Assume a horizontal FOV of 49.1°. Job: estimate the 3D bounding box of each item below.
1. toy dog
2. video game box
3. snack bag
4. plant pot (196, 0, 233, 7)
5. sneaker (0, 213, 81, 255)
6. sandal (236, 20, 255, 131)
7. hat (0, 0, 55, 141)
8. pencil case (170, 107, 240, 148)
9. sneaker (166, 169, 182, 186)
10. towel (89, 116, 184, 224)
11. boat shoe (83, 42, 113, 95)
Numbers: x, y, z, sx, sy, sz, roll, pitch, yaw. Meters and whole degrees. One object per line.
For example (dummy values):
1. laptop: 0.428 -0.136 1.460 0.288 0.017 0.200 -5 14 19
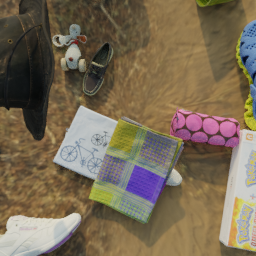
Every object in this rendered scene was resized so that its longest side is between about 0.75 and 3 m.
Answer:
1. toy dog: -1.524 -2.185 7.599 0.917 0.670 1.391 -21 83 -3
2. video game box: 3.915 1.704 7.090 2.676 0.688 2.937 10 82 4
3. snack bag: -0.927 0.430 7.501 1.643 0.187 1.743 22 84 2
4. plant pot: 2.680 -4.011 7.630 1.283 1.333 1.333 -4 82 -12
5. sneaker: -2.313 2.558 6.868 2.337 0.875 1.164 -26 83 -3
6. sandal: 3.612 -1.439 7.205 1.187 1.301 2.987 -6 81 1
7. hat: -1.879 -1.027 4.289 1.014 2.513 2.513 -3 82 -28
8. pencil case: 2.001 -0.011 7.287 1.726 0.783 0.809 11 78 -1
9. sneaker: 0.826 1.087 7.251 1.285 0.521 0.483 31 82 3
10. towel: 0.154 1.049 6.969 1.726 0.274 2.403 24 100 7
11. boat shoe: -0.851 -1.645 7.615 0.559 0.495 1.527 19 83 2
